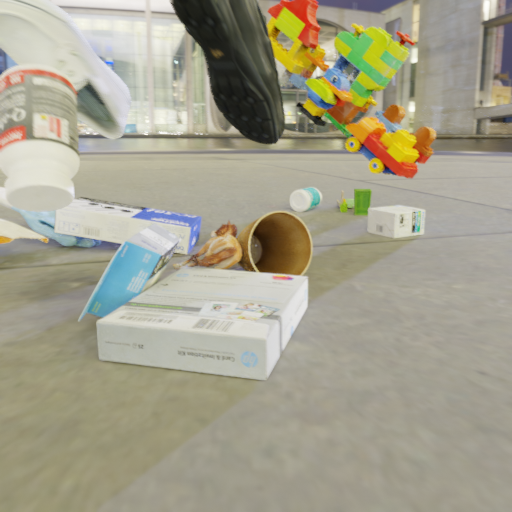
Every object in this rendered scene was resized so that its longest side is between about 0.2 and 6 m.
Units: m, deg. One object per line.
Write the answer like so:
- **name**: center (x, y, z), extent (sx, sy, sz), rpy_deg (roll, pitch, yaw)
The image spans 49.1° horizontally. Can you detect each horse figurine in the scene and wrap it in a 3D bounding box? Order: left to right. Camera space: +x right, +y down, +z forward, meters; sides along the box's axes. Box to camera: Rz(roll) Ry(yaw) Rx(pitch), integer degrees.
- **horse figurine**: center (-0.645, -0.023, 8.324), extent (1.184, 0.446, 1.786), rpy_deg (-30, 12, -7)

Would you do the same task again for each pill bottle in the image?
- **pill bottle**: center (-1.929, -1.032, 4.978), extent (0.673, 1.162, 0.673), rpy_deg (-8, -18, -3)
- **pill bottle**: center (1.404, -1.560, 15.354), extent (0.600, 0.600, 1.083), rpy_deg (8, 16, 31)

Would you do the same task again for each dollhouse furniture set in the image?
- **dollhouse furniture set**: center (2.701, -1.562, 15.192), extent (0.876, 0.676, 1.752), rpy_deg (1, 14, 2)

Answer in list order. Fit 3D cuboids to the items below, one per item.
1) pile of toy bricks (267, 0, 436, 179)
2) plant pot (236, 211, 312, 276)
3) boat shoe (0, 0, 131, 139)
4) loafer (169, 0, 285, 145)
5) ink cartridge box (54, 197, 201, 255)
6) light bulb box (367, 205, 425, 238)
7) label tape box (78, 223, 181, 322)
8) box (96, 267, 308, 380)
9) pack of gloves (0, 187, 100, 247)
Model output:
- **pile of toy bricks**: center (1.639, -2.722, 8.511), extent (3.330, 1.644, 1.848), rpy_deg (49, 31, 22)
- **plant pot**: center (0.112, -0.116, 8.722), extent (1.085, 1.085, 1.164), rpy_deg (-7, 3, -27)
- **boat shoe**: center (-2.445, -2.387, 7.177), extent (0.892, 0.810, 2.425), rpy_deg (-24, -30, 24)
- **loafer**: center (-0.166, -2.519, 6.767), extent (0.951, 2.800, 0.983), rpy_deg (16, 63, 31)
- **ink cartridge box**: center (-2.408, -0.603, 10.759), extent (2.518, 0.557, 1.184), rpy_deg (10, 14, 2)
- **light bulb box**: center (3.020, -0.753, 12.093), extent (0.878, 0.548, 0.870), rpy_deg (-8, 15, -29)
- **label tape box**: center (-1.490, 0.251, 6.803), extent (0.477, 1.034, 1.443), rpy_deg (31, 15, -3)
- **box**: center (-0.463, 0.654, 6.447), extent (1.778, 0.469, 2.280), rpy_deg (4, 15, 14)
- **pack of gloves**: center (-4.918, -0.624, 10.855), extent (3.470, 0.685, 2.916), rpy_deg (25, 11, 30)
